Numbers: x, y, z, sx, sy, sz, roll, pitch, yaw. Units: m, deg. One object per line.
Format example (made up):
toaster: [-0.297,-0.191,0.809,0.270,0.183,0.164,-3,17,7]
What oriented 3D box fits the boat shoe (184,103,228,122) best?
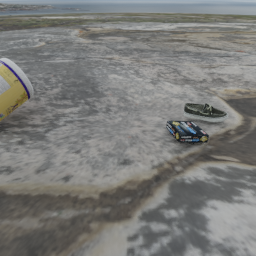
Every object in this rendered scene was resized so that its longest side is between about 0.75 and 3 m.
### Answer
boat shoe: [2.492,-0.530,8.950,1.401,0.446,0.495,7,38,12]

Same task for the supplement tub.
supplement tub: [-4.117,-0.988,8.502,1.489,1.489,2.048,23,57,37]

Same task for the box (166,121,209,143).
box: [1.690,0.097,8.108,0.867,0.251,1.091,1,22,-13]
